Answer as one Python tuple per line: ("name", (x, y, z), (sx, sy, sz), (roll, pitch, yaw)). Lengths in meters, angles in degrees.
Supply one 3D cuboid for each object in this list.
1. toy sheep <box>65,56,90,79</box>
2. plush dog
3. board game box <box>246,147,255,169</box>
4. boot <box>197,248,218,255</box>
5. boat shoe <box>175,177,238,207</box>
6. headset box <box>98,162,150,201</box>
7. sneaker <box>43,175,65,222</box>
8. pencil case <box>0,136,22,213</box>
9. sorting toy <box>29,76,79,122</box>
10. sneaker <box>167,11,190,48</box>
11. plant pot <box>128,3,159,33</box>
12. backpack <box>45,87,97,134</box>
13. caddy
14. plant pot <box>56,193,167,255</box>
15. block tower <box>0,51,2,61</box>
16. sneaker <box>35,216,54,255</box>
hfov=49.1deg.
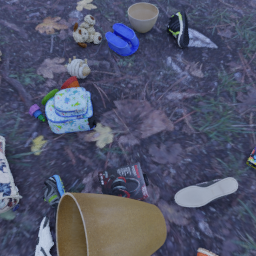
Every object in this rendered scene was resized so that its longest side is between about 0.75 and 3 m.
("toy sheep", (-2.197, -2.601, 12.176), (1.324, 0.913, 0.913), (21, 57, 25))
("plush dog", (-2.130, -4.568, 13.499), (1.125, 1.402, 1.204), (8, 36, 47))
("board game box", (4.755, 1.170, 9.886), (0.886, 0.251, 0.733), (31, 61, 20))
("boot", (2.467, 4.180, 7.517), (1.023, 0.716, 1.908), (-39, 64, -18))
("boat shoe", (2.495, 2.086, 8.984), (2.029, 0.578, 0.678), (-17, 73, 2))
("headset box", (-0.096, 1.827, 9.013), (1.542, 0.578, 1.146), (-11, 70, -10))
("sneaker", (-2.331, 2.299, 8.944), (0.687, 0.588, 1.659), (-21, 52, -5))
("pencil case", (-4.323, 1.477, 9.176), (1.196, 1.040, 2.674), (-21, 57, -14))
("sorting toy", (-2.760, -1.085, 11.311), (0.857, 0.862, 2.487), (46, 62, 1))
("sneaker", (2.445, -4.785, 13.919), (1.012, 0.876, 2.443), (-12, 51, 26))
("plant pot", (0.739, -5.415, 14.063), (1.503, 1.009, 1.503), (0, 55, 0))
("backpack", (-2.196, -0.691, 10.555), (1.750, 1.286, 1.602), (-11, 49, -2))
("caddy", (-0.269, -4.145, 13.292), (1.657, 0.870, 1.171), (39, 87, 23))
("plant pot", (-0.337, 2.812, 7.524), (2.589, 2.413, 2.413), (0, 51, -30))
("block tower", (-6.940, -2.735, 12.326), (0.812, 0.759, 2.810), (33, 62, 22))
("sneaker", (-2.434, 3.292, 8.330), (0.510, 0.470, 1.274), (7, 58, -11))
